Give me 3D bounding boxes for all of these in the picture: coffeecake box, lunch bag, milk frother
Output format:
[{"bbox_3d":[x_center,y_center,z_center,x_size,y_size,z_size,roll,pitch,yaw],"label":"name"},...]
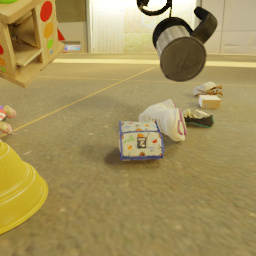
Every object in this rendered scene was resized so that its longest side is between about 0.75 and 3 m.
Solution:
[{"bbox_3d":[3.406,-1.121,11.746,0.742,0.353,0.967,2,18,5],"label":"coffeecake box"},{"bbox_3d":[0.291,0.334,6.823,1.041,0.758,1.224,-1,32,-3],"label":"lunch bag"},{"bbox_3d":[1.534,-3.724,10.738,2.951,2.664,2.776,17,32,-14],"label":"milk frother"}]

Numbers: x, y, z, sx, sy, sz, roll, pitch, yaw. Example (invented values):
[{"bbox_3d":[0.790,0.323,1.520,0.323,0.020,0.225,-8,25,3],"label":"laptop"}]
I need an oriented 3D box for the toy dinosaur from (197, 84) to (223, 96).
[{"bbox_3d":[4.029,-1.745,13.580,1.024,0.582,1.928,-7,4,26],"label":"toy dinosaur"}]

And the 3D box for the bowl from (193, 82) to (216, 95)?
[{"bbox_3d":[3.702,-1.971,13.700,0.931,0.348,0.933,-23,2,-35],"label":"bowl"}]

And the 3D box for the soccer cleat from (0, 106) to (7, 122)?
[{"bbox_3d":[-4.709,-0.395,8.433,0.991,1.063,2.905,5,19,14],"label":"soccer cleat"}]

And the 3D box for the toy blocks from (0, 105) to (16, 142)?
[{"bbox_3d":[-3.844,0.026,7.774,1.217,1.302,1.096,10,-15,-7],"label":"toy blocks"}]

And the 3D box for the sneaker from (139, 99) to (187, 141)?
[{"bbox_3d":[0.993,-0.136,8.301,1.268,0.953,2.546,-15,15,3],"label":"sneaker"}]

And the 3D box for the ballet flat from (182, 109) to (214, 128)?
[{"bbox_3d":[2.134,-0.368,9.273,1.451,0.530,0.530,11,21,29],"label":"ballet flat"}]

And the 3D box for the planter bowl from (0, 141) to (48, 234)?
[{"bbox_3d":[-2.698,0.820,4.879,2.457,1.023,2.457,0,18,0],"label":"planter bowl"}]

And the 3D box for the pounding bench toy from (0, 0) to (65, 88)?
[{"bbox_3d":[-3.097,-2.299,6.487,1.855,2.329,2.986,26,55,8],"label":"pounding bench toy"}]
